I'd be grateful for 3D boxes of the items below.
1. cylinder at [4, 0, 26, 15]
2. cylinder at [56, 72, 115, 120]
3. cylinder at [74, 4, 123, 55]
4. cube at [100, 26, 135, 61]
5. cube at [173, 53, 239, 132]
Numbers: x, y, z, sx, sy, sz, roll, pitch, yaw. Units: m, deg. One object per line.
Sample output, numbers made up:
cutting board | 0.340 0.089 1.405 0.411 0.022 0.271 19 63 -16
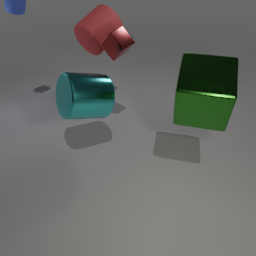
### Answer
cylinder | -3.974 -4.487 9.880 0.700 0.700 0.700 13 43 -13
cylinder | -1.333 -0.987 8.647 1.400 1.400 1.400 -4 30 -34
cylinder | -1.158 -3.842 11.013 1.400 1.400 1.400 27 66 35
cube | -0.341 -2.799 9.285 0.700 0.700 0.700 50 49 -5
cube | 2.006 -0.936 7.363 1.400 1.400 1.400 9 57 11
